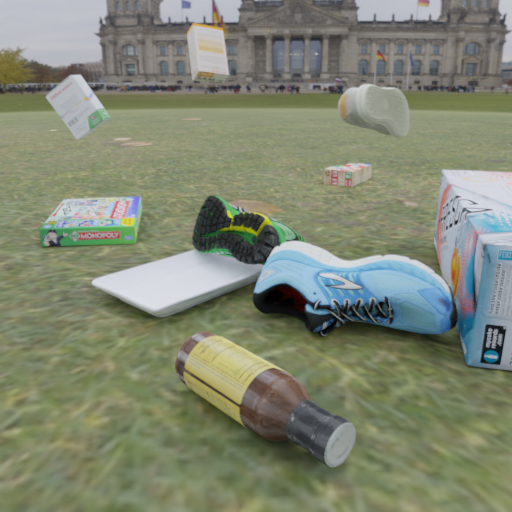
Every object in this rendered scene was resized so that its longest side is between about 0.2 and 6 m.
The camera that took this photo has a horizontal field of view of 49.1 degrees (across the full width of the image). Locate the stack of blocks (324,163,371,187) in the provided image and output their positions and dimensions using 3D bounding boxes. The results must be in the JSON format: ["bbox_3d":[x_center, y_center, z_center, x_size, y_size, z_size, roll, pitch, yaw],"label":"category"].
[{"bbox_3d":[2.705,-2.406,16.445,0.863,0.439,1.499,11,22,31],"label":"stack of blocks"}]

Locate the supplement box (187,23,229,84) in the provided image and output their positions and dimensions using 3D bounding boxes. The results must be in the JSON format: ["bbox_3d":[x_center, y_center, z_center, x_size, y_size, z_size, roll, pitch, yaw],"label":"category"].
[{"bbox_3d":[-1.014,-4.208,11.692,0.696,1.104,0.406,-1,-13,-28],"label":"supplement box"}]

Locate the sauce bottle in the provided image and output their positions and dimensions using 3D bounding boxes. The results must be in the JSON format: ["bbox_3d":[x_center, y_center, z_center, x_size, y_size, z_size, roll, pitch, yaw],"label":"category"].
[{"bbox_3d":[0.029,1.285,5.122,0.628,0.628,1.941,-16,26,-39],"label":"sauce bottle"}]

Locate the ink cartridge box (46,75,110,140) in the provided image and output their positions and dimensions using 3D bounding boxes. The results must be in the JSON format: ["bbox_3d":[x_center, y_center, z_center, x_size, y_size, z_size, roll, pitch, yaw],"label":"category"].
[{"bbox_3d":[-3.395,-2.842,10.697,0.714,0.983,0.430,-32,13,17],"label":"ink cartridge box"}]

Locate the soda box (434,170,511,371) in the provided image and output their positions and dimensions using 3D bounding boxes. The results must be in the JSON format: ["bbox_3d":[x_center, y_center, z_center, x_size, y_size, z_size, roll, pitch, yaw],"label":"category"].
[{"bbox_3d":[3.542,-0.113,7.911,1.602,1.489,4.685,4,18,11],"label":"soda box"}]

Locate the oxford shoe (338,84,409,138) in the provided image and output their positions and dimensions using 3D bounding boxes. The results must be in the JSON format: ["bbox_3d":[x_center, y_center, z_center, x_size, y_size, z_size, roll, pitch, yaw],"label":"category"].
[{"bbox_3d":[2.148,-2.571,9.966,0.652,0.849,2.258,-2,2,37],"label":"oxford shoe"}]

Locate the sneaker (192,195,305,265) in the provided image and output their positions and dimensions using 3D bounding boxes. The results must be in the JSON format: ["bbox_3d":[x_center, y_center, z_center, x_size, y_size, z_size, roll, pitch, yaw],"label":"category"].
[{"bbox_3d":[-0.208,-0.294,8.970,1.038,0.951,2.437,16,7,-39],"label":"sneaker"}]

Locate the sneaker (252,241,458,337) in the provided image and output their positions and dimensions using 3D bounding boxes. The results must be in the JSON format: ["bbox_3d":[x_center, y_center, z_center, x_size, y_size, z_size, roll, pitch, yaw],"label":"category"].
[{"bbox_3d":[1.127,0.640,6.977,2.635,1.033,1.185,8,39,32],"label":"sneaker"}]

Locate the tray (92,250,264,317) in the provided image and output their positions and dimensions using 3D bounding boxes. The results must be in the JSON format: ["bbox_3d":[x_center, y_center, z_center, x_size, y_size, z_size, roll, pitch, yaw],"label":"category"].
[{"bbox_3d":[-0.846,0.317,8.473,1.538,0.318,2.864,17,25,40],"label":"tray"}]

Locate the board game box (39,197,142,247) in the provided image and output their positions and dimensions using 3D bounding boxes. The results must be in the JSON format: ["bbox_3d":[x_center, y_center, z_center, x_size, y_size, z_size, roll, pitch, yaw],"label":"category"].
[{"bbox_3d":[-3.303,-0.754,11.605,1.736,0.376,2.580,-3,19,-8],"label":"board game box"}]
